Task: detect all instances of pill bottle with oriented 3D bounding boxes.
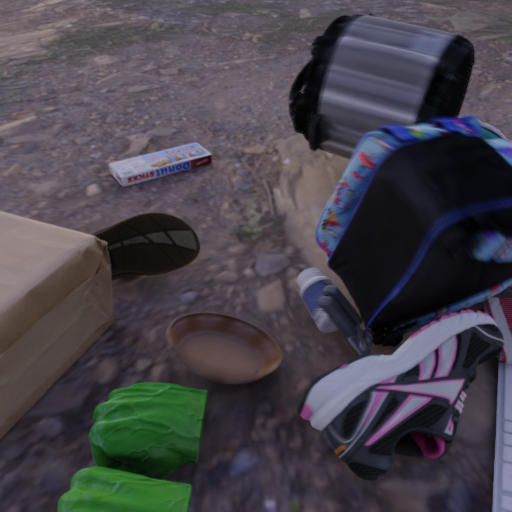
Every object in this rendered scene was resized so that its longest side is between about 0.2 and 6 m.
[{"bbox_3d":[0.969,0.630,8.281,0.515,0.515,0.928,-13,49,-18],"label":"pill bottle"}]

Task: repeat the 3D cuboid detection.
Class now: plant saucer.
[{"bbox_3d":[-0.445,1.266,7.514,1.566,0.286,1.566,14,20,-5],"label":"plant saucer"}]

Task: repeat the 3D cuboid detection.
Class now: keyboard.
[{"bbox_3d":[3.423,2.242,6.441,1.254,0.238,4.455,13,36,17],"label":"keyboard"}]

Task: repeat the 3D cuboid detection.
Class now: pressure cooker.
[{"bbox_3d":[2.448,-3.420,11.675,3.361,3.002,2.956,22,18,22],"label":"pressure cooker"}]

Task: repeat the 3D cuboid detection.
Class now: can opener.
[{"bbox_3d":[1.153,0.892,7.445,0.449,1.342,0.358,0,50,45],"label":"can opener"}]

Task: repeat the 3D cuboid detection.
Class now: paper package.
[{"bbox_3d":[-4.079,0.757,7.343,3.216,1.664,3.065,15,37,18],"label":"paper package"}]

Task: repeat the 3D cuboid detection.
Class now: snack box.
[{"bbox_3d":[-2.126,-2.080,12.609,2.185,0.266,0.785,-20,40,-26],"label":"snack box"}]

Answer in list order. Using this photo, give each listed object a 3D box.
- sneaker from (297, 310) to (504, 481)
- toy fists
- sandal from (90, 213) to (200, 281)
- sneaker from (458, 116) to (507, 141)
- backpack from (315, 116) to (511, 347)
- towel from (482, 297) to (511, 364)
[{"bbox_3d":[1.966,1.722,6.717,3.018,1.212,1.303,-19,62,-27],"label":"sneaker"},{"bbox_3d":[-1.265,2.302,5.906,1.240,0.837,2.433,8,34,-1],"label":"toy fists"},{"bbox_3d":[-2.232,0.012,9.255,2.581,1.055,0.705,-21,0,-10],"label":"sandal"},{"bbox_3d":[4.371,-2.571,12.958,2.629,1.019,1.047,13,59,26],"label":"sneaker"},{"bbox_3d":[2.872,-0.512,8.002,3.200,2.921,2.153,-15,58,-23],"label":"backpack"},{"bbox_3d":[4.403,1.127,7.886,2.129,0.242,1.534,3,30,10],"label":"towel"}]
